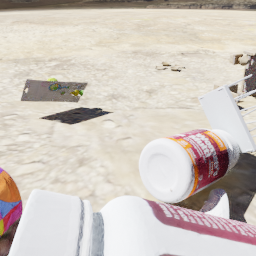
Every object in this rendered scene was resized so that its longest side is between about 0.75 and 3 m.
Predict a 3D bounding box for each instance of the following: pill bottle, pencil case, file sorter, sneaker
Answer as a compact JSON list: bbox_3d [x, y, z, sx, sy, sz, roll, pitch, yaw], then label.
[{"bbox_3d":[1.189,0.574,5.063,1.924,1.054,1.054,-11,27,-44],"label":"pill bottle"},{"bbox_3d":[-2.615,1.547,3.235,1.321,1.321,2.988,10,27,19],"label":"pencil case"},{"bbox_3d":[2.268,-0.267,5.721,0.839,1.347,0.935,-24,-1,-17],"label":"file sorter"},{"bbox_3d":[1.120,1.378,4.359,0.793,0.505,1.371,10,30,12],"label":"sneaker"},{"bbox_3d":[0.400,1.441,2.253,2.710,1.547,1.547,17,25,-12],"label":"pill bottle"}]

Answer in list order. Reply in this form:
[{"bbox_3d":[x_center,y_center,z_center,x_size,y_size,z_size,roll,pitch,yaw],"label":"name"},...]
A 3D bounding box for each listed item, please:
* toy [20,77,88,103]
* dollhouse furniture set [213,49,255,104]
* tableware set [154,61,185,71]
[{"bbox_3d":[-2.130,-1.151,8.062,1.725,0.993,0.407,1,58,-30],"label":"toy"},{"bbox_3d":[4.443,-1.691,9.191,2.967,1.538,1.314,-12,28,-22],"label":"dollhouse furniture set"},{"bbox_3d":[1.925,-2.857,12.913,1.360,0.158,1.136,13,30,22],"label":"tableware set"}]
